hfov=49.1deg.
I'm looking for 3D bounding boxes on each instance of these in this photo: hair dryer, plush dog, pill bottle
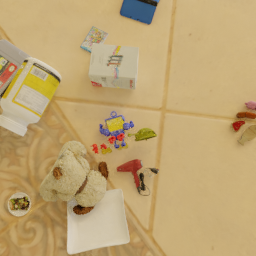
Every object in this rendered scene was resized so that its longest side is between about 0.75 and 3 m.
[{"bbox_3d":[0.275,1.737,10.343,1.543,0.419,1.175,25,89,14],"label":"hair dryer"},{"bbox_3d":[-1.700,1.857,9.810,2.084,1.947,2.427,31,80,-15],"label":"plush dog"},{"bbox_3d":[-3.721,-1.124,10.385,1.501,1.501,2.680,26,81,5],"label":"pill bottle"}]

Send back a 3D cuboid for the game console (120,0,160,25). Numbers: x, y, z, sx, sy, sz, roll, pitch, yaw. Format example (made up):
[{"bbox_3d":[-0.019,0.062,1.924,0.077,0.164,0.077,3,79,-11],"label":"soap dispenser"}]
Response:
[{"bbox_3d":[0.534,-5.205,11.833,1.432,0.847,1.222,21,49,3],"label":"game console"}]

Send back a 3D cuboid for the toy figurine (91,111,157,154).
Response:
[{"bbox_3d":[-0.289,-0.085,10.324,2.421,1.277,1.451,-16,67,9],"label":"toy figurine"}]

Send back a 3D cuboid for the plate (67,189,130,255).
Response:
[{"bbox_3d":[-1.077,3.239,9.779,2.073,0.335,2.068,-11,46,-2],"label":"plate"}]

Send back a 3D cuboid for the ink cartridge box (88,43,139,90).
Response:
[{"bbox_3d":[-0.494,-2.311,10.707,1.769,1.285,1.279,6,80,1],"label":"ink cartridge box"}]

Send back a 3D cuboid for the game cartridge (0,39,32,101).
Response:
[{"bbox_3d":[-5.187,-2.253,11.139,1.658,0.509,2.491,33,81,10],"label":"game cartridge"}]

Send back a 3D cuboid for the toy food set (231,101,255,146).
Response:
[{"bbox_3d":[4.818,-0.376,10.882,2.019,0.318,1.283,-37,81,1],"label":"toy food set"}]

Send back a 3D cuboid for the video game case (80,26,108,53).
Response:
[{"bbox_3d":[-1.384,-3.606,11.558,0.753,0.094,1.052,28,81,5],"label":"video game case"}]

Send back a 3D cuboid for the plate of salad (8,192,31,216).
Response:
[{"bbox_3d":[-4.018,2.813,10.320,0.861,0.207,0.861,0,79,0],"label":"plate of salad"}]
